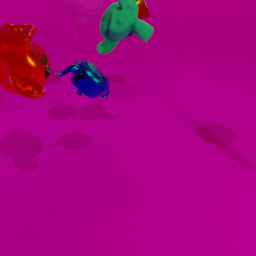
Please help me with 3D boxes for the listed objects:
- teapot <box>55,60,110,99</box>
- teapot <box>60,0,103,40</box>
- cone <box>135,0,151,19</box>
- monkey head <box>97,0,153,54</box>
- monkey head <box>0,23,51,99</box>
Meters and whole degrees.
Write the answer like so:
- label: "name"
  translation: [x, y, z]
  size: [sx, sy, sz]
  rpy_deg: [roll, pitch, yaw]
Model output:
- label: "teapot"
  translation: [-0.751, -0.857, 5.085]
  size: [1.210, 0.592, 0.752]
  rpy_deg: [27, 20, -46]
- label: "teapot"
  translation: [-0.937, -2.430, 5.395]
  size: [0.860, 1.383, 0.677]
  rpy_deg: [1, -4, -36]
- label: "cone"
  translation: [0.058, -3.396, 8.184]
  size: [0.915, 0.911, 0.911]
  rpy_deg: [-29, 29, 8]
- label: "monkey head"
  translation: [-0.040, -2.105, 5.798]
  size: [1.027, 1.427, 0.860]
  rpy_deg: [34, -12, -11]
- label: "monkey head"
  translation: [-1.960, -1.048, 4.486]
  size: [1.356, 1.136, 1.885]
  rpy_deg: [-15, 28, -28]
